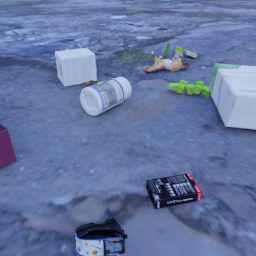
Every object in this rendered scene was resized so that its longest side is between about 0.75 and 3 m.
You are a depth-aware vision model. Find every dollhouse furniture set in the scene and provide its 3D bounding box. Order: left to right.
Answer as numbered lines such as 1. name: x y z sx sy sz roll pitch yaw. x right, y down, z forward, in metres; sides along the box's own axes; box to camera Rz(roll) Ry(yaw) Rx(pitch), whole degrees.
1. dollhouse furniture set: 2.829 -3.940 15.001 1.668 0.644 0.834 19 24 -6

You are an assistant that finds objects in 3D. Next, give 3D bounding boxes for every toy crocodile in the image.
1. toy crocodile: 2.364 -1.498 10.823 1.680 0.519 0.567 8 33 21

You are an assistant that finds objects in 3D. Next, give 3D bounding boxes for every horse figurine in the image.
1. horse figurine: 1.891 -3.054 13.194 2.170 0.542 1.438 6 43 -1

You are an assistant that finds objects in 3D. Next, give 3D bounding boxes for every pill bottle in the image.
1. pill bottle: -0.718 -1.157 9.713 0.982 0.982 1.726 23 36 32

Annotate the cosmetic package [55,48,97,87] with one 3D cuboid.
1. cosmetic package: -2.200 -2.595 11.864 1.431 1.197 1.190 -13 33 -22

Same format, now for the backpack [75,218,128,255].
1. backpack: -0.475 1.871 4.617 0.790 0.639 0.830 5 -5 -13

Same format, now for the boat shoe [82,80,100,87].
1. boat shoe: -1.517 -1.859 11.550 0.808 0.275 0.291 4 32 6

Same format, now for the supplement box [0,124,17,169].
1. supplement box: -4.168 0.264 7.321 2.408 1.031 1.329 27 40 37

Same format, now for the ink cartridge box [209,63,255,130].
1. ink cartridge box: 3.880 -1.068 9.013 1.924 1.158 2.647 5 31 0

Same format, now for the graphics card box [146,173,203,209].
1. graphics card box: 1.005 1.383 6.227 1.094 0.278 0.686 -7 32 -13
